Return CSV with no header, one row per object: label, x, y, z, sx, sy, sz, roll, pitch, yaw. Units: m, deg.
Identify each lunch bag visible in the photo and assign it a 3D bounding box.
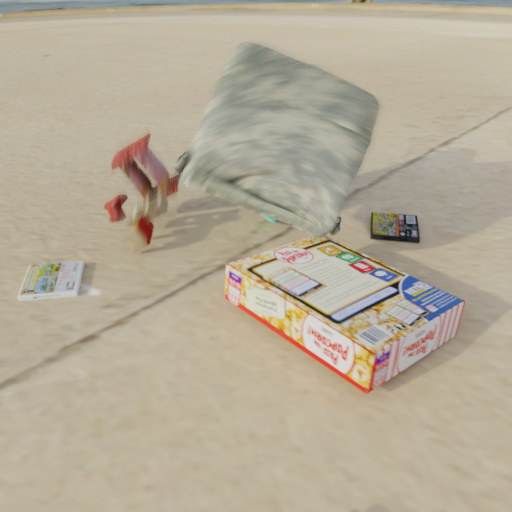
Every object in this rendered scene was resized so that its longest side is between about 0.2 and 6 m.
lunch bag,0.353,-1.916,10.044,3.053,2.127,2.561,23,64,-10

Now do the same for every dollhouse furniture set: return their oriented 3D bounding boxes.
dollhouse furniture set,-2.375,-1.353,11.641,0.948,1.254,2.331,-25,34,17

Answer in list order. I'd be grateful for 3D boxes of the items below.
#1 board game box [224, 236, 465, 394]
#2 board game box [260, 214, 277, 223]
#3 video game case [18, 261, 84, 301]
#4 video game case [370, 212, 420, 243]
board game box,1.351,0.701,9.094,2.343,0.716,3.093,-18,35,-38
board game box,0.317,-2.380,12.088,2.037,2.678,0.602,36,-2,-13
video game case,-3.755,0.447,10.340,1.013,0.127,1.113,-4,31,-8
video game case,3.010,-0.626,12.200,1.014,0.143,1.122,6,31,9
